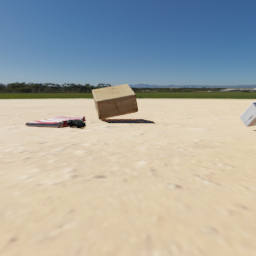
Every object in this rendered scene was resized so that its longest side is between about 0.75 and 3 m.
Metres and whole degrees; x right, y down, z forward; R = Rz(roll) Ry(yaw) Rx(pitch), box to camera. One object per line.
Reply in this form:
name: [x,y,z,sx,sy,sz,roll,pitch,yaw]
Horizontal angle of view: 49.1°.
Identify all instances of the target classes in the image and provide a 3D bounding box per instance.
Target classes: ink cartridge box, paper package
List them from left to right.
paper package: [-0.548,-1.091,11.297,1.578,0.816,1.504,-12,28,-8]
ink cartridge box: [3.878,-0.434,8.154,0.966,0.407,0.698,-9,-35,-24]

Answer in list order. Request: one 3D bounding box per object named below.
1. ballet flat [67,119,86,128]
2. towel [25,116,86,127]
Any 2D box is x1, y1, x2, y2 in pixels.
ballet flat: [-1.569,-0.115,8.658,0.801,0.227,0.266,12,57,37]
towel: [-2.437,-0.246,9.687,1.322,0.209,1.835,1,7,18]
